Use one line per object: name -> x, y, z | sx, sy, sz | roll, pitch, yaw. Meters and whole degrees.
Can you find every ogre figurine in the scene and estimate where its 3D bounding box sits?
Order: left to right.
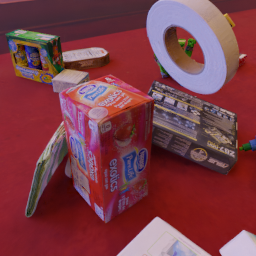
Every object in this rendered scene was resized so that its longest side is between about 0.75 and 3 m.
ogre figurine -> 1.991, -2.919, 11.826 | 1.076, 1.314, 2.192 | 17, 38, 28

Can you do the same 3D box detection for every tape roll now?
tape roll -> 1.481, -1.990, 6.827 | 0.474, 2.594, 2.594 | -39, 48, -14

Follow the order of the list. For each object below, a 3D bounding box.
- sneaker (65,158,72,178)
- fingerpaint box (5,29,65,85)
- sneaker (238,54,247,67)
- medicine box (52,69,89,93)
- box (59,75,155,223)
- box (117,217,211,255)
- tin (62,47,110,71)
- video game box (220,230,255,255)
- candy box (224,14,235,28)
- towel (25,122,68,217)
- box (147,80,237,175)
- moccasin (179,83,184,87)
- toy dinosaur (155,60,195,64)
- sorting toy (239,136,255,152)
sneaker -> -0.488, 0.424, 7.629 | 1.194, 1.060, 2.827 | 32, 53, 10
fingerpaint box -> -3.703, -2.853, 11.319 | 2.162, 1.804, 0.793 | 17, 40, 22
sneaker -> 4.756, -3.063, 12.671 | 0.669, 0.564, 1.529 | 29, 41, 34
medicine box -> -2.204, -1.782, 10.907 | 1.102, 0.567, 1.003 | 12, 38, 14
box -> -0.420, 0.465, 6.016 | 1.325, 2.776, 1.384 | -26, 44, -31
box -> 0.063, 2.832, 3.925 | 1.321, 1.466, 2.607 | 30, 46, 34
tin -> -2.082, -3.201, 12.923 | 2.556, 0.535, 1.431 | -13, 43, -18
video game box -> 2.614, 2.764, 3.668 | 0.589, 2.294, 2.517 | -46, 37, 14
candy box -> 3.158, -3.505, 9.747 | 0.991, 0.507, 0.131 | -21, 27, 54
towel -> -1.642, 0.573, 6.696 | 0.300, 1.954, 2.561 | 23, 37, -5
box -> 1.708, -0.153, 8.045 | 2.817, 0.692, 2.271 | 23, 38, 3
moccasin -> 1.984, -2.353, 11.272 | 0.511, 1.499, 0.603 | -36, 8, -40
toy dinosaur -> 2.187, -3.135, 12.946 | 1.804, 0.525, 0.912 | 2, 51, 14
sorting toy -> 3.398, 1.185, 6.922 | 0.918, 0.924, 2.664 | -19, 36, 14
